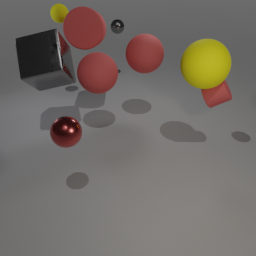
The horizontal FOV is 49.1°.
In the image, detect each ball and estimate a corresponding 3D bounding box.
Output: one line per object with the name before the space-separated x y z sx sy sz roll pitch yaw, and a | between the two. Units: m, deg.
ball | -0.534 -5.121 14.154 0.700 0.700 0.700 0 32 0
ball | -2.652 -4.444 10.867 0.700 0.700 0.700 0 32 0
ball | -1.044 -1.883 9.630 1.400 1.400 1.400 0 32 0
ball | 2.209 -1.821 8.013 1.400 1.400 1.400 0 32 0
ball | -1.366 0.090 6.195 0.700 0.700 0.700 0 32 0
ball | 0.611 -2.708 10.233 1.400 1.400 1.400 0 32 0

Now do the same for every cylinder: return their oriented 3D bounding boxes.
cylinder | 2.708 -1.060 8.560 0.700 0.700 0.700 -23 21 29
cylinder | -1.531 -3.615 10.188 1.400 1.400 1.400 0 20 -1

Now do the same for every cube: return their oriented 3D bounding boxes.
cube | -2.687 -2.198 9.303 1.400 1.400 1.400 -12 -9 4
